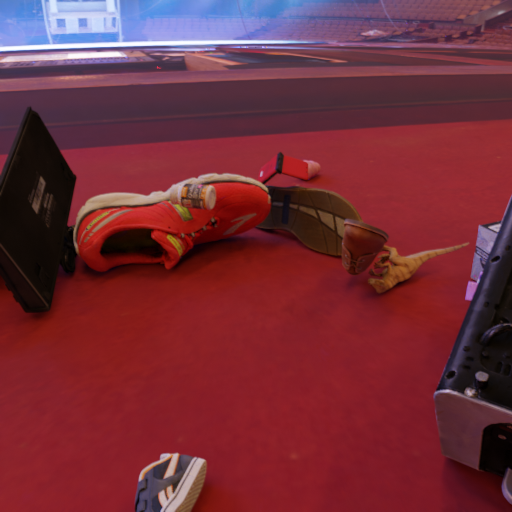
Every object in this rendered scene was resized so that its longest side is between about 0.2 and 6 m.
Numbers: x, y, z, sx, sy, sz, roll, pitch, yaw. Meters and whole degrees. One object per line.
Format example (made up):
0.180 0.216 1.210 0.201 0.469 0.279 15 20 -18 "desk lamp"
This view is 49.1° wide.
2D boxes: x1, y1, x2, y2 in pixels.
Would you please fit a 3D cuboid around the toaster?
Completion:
3.805 0.866 5.387 3.327 2.183 3.679 16 55 28 "toaster"

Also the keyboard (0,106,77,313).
-3.735 -0.712 9.655 0.504 2.357 3.925 -17 40 5 "keyboard"

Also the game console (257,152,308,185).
0.521 -1.601 11.041 0.853 0.588 0.990 -38 19 23 "game console"

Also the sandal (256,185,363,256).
0.974 -0.814 11.102 2.879 1.157 0.778 18 14 40 "sandal"

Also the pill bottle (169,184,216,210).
-1.077 -1.012 9.521 0.714 0.416 0.416 7 27 13 "pill bottle"

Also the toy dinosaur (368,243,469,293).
2.565 0.152 9.633 1.931 0.583 1.026 -28 44 -23 "toy dinosaur"

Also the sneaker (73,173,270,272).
-1.402 -0.419 10.202 3.671 1.414 1.559 -13 40 -10 "sneaker"

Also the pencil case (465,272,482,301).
4.121 0.871 7.474 2.516 1.056 1.076 8 -9 22 "pencil case"

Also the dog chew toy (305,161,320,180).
1.373 -2.230 14.466 0.500 0.500 0.803 19 24 33 "dog chew toy"

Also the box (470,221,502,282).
4.542 0.204 8.883 1.220 1.059 1.846 -13 28 -21 "box"

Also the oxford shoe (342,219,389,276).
1.639 -0.077 8.778 0.688 0.688 1.929 21 -10 16 "oxford shoe"

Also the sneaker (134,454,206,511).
-0.911 2.346 5.193 0.529 0.523 1.332 11 17 11 "sneaker"
